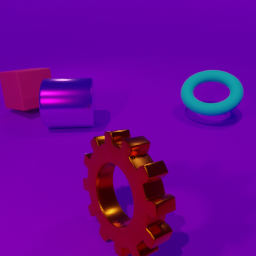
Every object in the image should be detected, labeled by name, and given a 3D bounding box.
[{"bbox_3d":[2.434,-1.049,8.183,1.748,0.350,1.748,-7,50,9],"label":"ring"},{"bbox_3d":[-3.116,-1.231,8.702,1.130,1.130,1.130,9,21,41],"label":"cube"},{"bbox_3d":[-0.085,0.956,4.176,0.339,1.835,1.835,-8,28,-37],"label":"gear"},{"bbox_3d":[-1.626,-0.696,7.792,1.362,1.362,1.362,-1,28,-3],"label":"cylinder"}]
